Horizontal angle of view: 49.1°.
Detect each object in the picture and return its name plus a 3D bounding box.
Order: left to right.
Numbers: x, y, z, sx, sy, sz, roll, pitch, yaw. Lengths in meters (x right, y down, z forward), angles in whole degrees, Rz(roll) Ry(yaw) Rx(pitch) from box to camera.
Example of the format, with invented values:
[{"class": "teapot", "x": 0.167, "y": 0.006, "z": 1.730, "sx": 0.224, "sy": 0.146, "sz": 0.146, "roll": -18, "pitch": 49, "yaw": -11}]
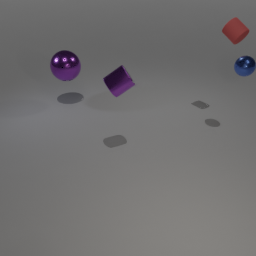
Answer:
[{"class": "ball", "x": -2.875, "y": -2.864, "z": 12.915, "sx": 1.400, "sy": 1.400, "sz": 1.400, "roll": 0, "pitch": 29, "yaw": 0}, {"class": "cylinder", "x": -0.256, "y": -1.366, "z": 8.222, "sx": 0.700, "sy": 0.700, "sz": 0.700, "roll": -33, "pitch": 29, "yaw": 9}, {"class": "cylinder", "x": 3.988, "y": -3.597, "z": 10.389, "sx": 0.700, "sy": 0.700, "sz": 0.700, "roll": -24, "pitch": 70, "yaw": -36}, {"class": "ball", "x": 3.991, "y": -2.111, "z": 9.560, "sx": 0.700, "sy": 0.700, "sz": 0.700, "roll": 0, "pitch": 29, "yaw": 0}]
